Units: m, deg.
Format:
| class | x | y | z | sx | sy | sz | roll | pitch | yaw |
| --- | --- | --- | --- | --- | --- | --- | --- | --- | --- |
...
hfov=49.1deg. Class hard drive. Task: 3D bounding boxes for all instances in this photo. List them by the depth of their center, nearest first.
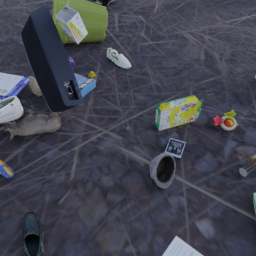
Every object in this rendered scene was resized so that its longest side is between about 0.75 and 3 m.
| class | x | y | z | sx | sy | sz | roll | pitch | yaw |
| --- | --- | --- | --- | --- | --- | --- | --- | --- | --- |
| hard drive | -2.407 | -1.918 | 8.583 | 0.623 | 2.942 | 1.984 | -24 | 8 | -30 |

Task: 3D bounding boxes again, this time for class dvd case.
| class | x | y | z | sx | sy | sz | roll | pitch | yaw |
| --- | --- | --- | --- | --- | --- | --- | --- | --- | --- |
| dvd case | 1.691 | 0.728 | 10.028 | 0.602 | 0.099 | 0.801 | 16 | 48 | 15 |

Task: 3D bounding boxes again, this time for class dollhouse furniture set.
| class | x | y | z | sx | sy | sz | roll | pitch | yaw |
| --- | --- | --- | --- | --- | --- | --- | --- | --- | --- |
| dollhouse furniture set | -2.793 | -2.264 | 12.082 | 2.079 | 1.437 | 2.202 | 27 | 50 | 24 |

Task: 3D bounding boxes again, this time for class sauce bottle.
| class | x | y | z | sx | sy | sz | roll | pitch | yaw |
| --- | --- | --- | --- | --- | --- | --- | --- | --- | --- |
| sauce bottle | 4.362 | 1.127 | 9.327 | 1.585 | 0.513 | 0.513 | -25 | 50 | -25 |

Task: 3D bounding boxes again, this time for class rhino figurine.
| class | x | y | z | sx | sy | sz | roll | pitch | yaw |
| --- | --- | --- | --- | --- | --- | --- | --- | --- | --- |
| rhino figurine | -3.641 | -0.147 | 10.478 | 2.413 | 0.722 | 1.055 | -13 | 46 | -10 |

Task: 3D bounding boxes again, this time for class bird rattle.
| class | x | y | z | sx | sy | sz | roll | pitch | yaw |
| --- | --- | --- | --- | --- | --- | --- | --- | --- | --- |
| bird rattle | 3.786 | -0.259 | 10.778 | 0.956 | 0.538 | 0.779 | -25 | 66 | -19 |

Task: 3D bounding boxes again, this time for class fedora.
| class | x | y | z | sx | sy | sz | roll | pitch | yaw |
| --- | --- | --- | --- | --- | --- | --- | --- | --- | --- |
| fedora | 1.040 | 1.327 | 9.003 | 0.514 | 1.006 | 1.137 | 2 | 72 | 51 |

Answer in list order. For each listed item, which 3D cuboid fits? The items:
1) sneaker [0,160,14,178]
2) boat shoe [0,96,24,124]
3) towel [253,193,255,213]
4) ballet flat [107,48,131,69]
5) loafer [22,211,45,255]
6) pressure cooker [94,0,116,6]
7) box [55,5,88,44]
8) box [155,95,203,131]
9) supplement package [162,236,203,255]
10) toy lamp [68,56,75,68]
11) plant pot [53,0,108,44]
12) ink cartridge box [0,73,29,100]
| class | x | y | z | sx | sy | sz | roll | pitch | yaw |
| --- | --- | --- | --- | --- | --- | --- | --- | --- | --- |
| sneaker | -4.399 | 1.322 | 9.223 | 1.526 | 0.574 | 0.673 | 29 | 69 | 28 |
| boat shoe | -5.496 | -0.524 | 10.652 | 2.824 | 0.979 | 1.000 | -27 | 51 | -25 |
| towel | 5.099 | 2.823 | 7.769 | 2.807 | 0.328 | 2.141 | 4 | 46 | 4 |
| ballet flat | -0.517 | -3.509 | 13.964 | 0.605 | 0.605 | 1.685 | -33 | 54 | -29 |
| loafer | -2.539 | 2.906 | 7.510 | 0.546 | 0.564 | 1.607 | -15 | 47 | -14 |
| pressure cooker | -1.609 | -9.236 | 18.919 | 1.701 | 1.727 | 1.934 | 25 | 48 | 38 |
| box | -1.567 | -2.890 | 7.892 | 0.503 | 0.894 | 0.453 | 36 | 80 | 19 |
| box | 1.955 | -0.605 | 10.677 | 1.821 | 1.068 | 0.440 | -13 | 46 | -14 |
| supplement package | 1.679 | 3.950 | 5.778 | 2.773 | 1.519 | 1.577 | 30 | 52 | 26 |
| toy lamp | -3.449 | -3.527 | 13.941 | 2.224 | 0.647 | 0.647 | 33 | 54 | 30 |
| plant pot | -2.582 | -5.659 | 14.889 | 2.770 | 2.917 | 2.917 | 2 | 43 | -17 |
| ink cartridge box | -5.611 | -1.819 | 12.300 | 2.448 | 0.514 | 1.461 | 9 | 46 | 14 |
